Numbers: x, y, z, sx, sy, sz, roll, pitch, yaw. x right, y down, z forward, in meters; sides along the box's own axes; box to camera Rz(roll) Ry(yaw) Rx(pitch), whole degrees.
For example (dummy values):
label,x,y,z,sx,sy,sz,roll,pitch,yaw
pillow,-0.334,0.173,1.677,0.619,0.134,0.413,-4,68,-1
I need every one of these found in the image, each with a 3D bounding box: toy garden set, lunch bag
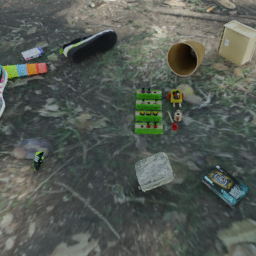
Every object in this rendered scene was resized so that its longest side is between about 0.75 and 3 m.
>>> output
label,x,y,z,sx,sy,sz,roll,pitch,yaw
toy garden set,1.283,-0.794,11.042,1.956,0.468,2.347,2,48,2
lunch bag,0.813,1.403,8.583,1.137,0.792,0.953,-22,23,6

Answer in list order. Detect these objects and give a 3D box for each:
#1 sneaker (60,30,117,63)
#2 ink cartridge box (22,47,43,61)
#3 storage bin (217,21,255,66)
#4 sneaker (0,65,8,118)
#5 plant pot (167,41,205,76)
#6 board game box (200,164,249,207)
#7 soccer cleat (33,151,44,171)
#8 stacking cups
label,x,y,z,sx,sy,sz,roll,pitch,yaw
sneaker,-1.935,-4.217,13.694,2.954,1.059,1.223,-29,54,-23
ink cartridge box,-4.676,-3.660,13.781,0.943,0.198,0.562,-28,54,-19
storage bin,5.127,-3.985,13.179,0.722,1.540,1.529,-33,56,-23
sneaker,-5.300,-1.576,10.686,1.044,1.508,2.497,-3,68,-1
plant pot,2.836,-3.351,12.791,1.512,1.512,1.622,29,43,24
board game box,3.067,1.806,8.931,0.856,0.178,1.265,-32,56,-25
soccer cleat,-3.015,1.102,9.476,0.314,0.261,0.774,-21,45,13
stacking cups,-4.710,-2.569,12.577,2.044,0.619,0.619,-7,49,-10
